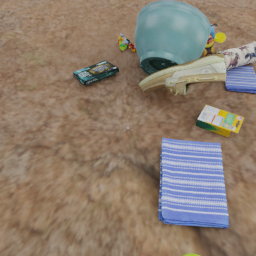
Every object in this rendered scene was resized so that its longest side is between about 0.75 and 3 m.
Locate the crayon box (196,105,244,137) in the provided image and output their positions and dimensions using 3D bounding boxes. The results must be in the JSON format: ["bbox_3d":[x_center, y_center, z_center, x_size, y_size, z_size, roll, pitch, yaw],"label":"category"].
[{"bbox_3d":[2.772,-0.193,8.465,1.209,0.312,0.760,22,50,20],"label":"crayon box"}]

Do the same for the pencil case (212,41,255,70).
[{"bbox_3d":[4.060,-2.627,10.397,2.024,0.788,0.905,-19,14,-20],"label":"pencil case"}]

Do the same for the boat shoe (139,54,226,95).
[{"bbox_3d":[1.632,-1.453,8.608,2.715,0.901,1.005,-14,1,28],"label":"boat shoe"}]

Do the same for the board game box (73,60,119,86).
[{"bbox_3d":[-1.166,-2.033,10.205,1.417,0.199,0.958,-26,42,-23],"label":"board game box"}]

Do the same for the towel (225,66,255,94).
[{"bbox_3d":[4.055,-1.791,10.124,1.129,0.186,1.559,6,45,8],"label":"towel"}]

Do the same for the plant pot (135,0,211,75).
[{"bbox_3d":[1.351,-2.750,9.641,2.615,2.615,1.752,13,75,12],"label":"plant pot"}]

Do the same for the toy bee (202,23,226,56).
[{"bbox_3d":[2.919,-3.251,10.876,1.567,1.301,2.394,-6,19,29],"label":"toy bee"}]

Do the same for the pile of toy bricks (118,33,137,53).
[{"bbox_3d":[-0.135,-3.366,11.440,0.523,0.588,1.060,-47,67,9],"label":"pile of toy bricks"}]

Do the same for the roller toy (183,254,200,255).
[{"bbox_3d":[0.969,3.266,4.270,1.843,1.412,2.021,45,50,16],"label":"roller toy"}]

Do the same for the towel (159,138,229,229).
[{"bbox_3d":[1.566,1.258,6.801,1.597,0.263,2.206,5,58,1],"label":"towel"}]
